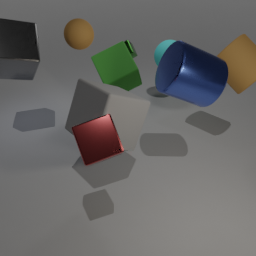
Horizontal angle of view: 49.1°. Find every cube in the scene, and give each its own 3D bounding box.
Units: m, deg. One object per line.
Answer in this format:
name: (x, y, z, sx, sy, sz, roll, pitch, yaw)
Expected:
cube: (-3.732, -2.489, 9.060, 1.400, 1.400, 1.400, -2, -15, -29)
cube: (-0.414, -2.252, 11.078, 1.400, 1.400, 1.400, -26, 73, 2)
cube: (-0.543, -0.321, 7.216, 1.400, 1.400, 1.400, 5, 19, -45)
cube: (-0.066, -3.716, 13.571, 0.700, 0.700, 0.700, -25, -8, 19)
cube: (-0.530, 0.238, 5.005, 0.700, 0.700, 0.700, -20, -6, -7)

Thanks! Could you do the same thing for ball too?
ball: (-1.147, -2.194, 6.560, 0.700, 0.700, 0.700, 0, 30, 0)
ball: (1.896, -3.298, 12.792, 1.400, 1.400, 1.400, 0, 30, 0)

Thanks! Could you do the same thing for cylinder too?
cylinder: (3.720, -2.082, 9.200, 1.400, 1.400, 1.400, 50, 46, 7)
cylinder: (1.658, -1.411, 7.465, 1.400, 1.400, 1.400, 16, 25, -21)
